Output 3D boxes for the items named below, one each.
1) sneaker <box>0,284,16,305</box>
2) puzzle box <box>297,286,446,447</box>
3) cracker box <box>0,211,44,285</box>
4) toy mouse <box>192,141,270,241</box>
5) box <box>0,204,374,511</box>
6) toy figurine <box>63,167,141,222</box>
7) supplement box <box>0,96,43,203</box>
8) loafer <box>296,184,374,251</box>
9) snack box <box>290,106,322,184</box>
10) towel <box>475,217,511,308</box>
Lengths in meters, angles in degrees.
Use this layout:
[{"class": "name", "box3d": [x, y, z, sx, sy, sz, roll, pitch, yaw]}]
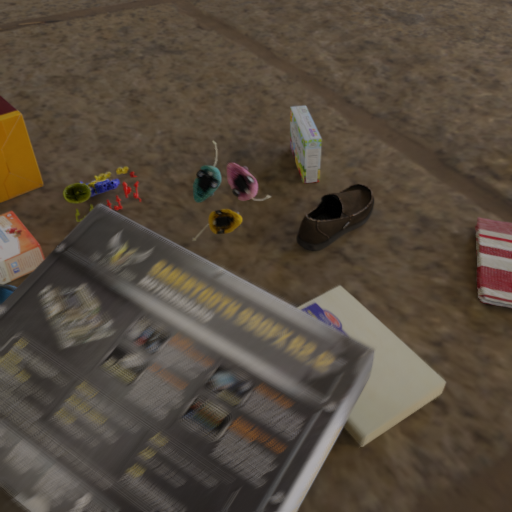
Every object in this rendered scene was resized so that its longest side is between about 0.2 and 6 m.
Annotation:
[{"class": "sneaker", "box3d": [-4.519, 1.379, 7.790, 2.933, 1.074, 1.201, -30, 14, -18]}, {"class": "puzzle box", "box3d": [1.345, 1.454, 8.041, 1.501, 0.287, 2.257, -24, 47, -23]}, {"class": "cracker box", "box3d": [-4.697, 0.056, 9.419, 1.842, 0.531, 1.234, -30, 50, -28]}, {"class": "toy mouse", "box3d": [-0.513, -1.196, 9.682, 1.787, 1.588, 0.346, -11, 0, 36]}, {"class": "box", "box3d": [-1.260, 1.575, 6.524, 4.180, 1.010, 3.311, 26, 63, 20]}, {"class": "toy figurine", "box3d": [-3.106, -1.209, 10.973, 1.469, 0.775, 0.880, -26, 20, -29]}, {"class": "supplement box", "box3d": [-5.283, -2.207, 11.097, 1.111, 1.650, 1.673, -29, 50, -29]}, {"class": "loafer", "box3d": [1.541, -0.832, 10.259, 0.740, 0.723, 2.026, 29, 50, 27]}, {"class": "snack box", "box3d": [1.017, -2.344, 11.719, 0.384, 1.031, 1.449, -7, 42, -6]}, {"class": "towel", "box3d": [4.524, 0.179, 9.531, 1.497, 0.236, 2.078, 11, 45, 9]}]
